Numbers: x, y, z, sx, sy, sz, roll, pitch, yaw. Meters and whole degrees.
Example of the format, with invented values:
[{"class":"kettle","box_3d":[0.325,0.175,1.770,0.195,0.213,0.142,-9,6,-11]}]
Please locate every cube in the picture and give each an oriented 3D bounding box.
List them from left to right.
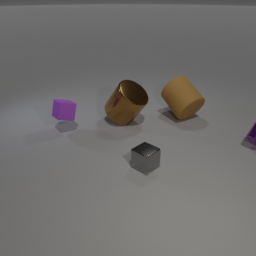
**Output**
[{"class":"cube","box_3d":[-2.537,-0.724,11.102,0.700,0.700,0.700,0,17,-36]},{"class":"cube","box_3d":[0.576,0.976,9.134,0.700,0.700,0.700,24,35,38]}]

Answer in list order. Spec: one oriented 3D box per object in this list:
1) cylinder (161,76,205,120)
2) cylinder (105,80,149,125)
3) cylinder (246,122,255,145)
[{"class":"cylinder","box_3d":[2.397,-1.318,12.293,1.400,1.400,1.400,-17,62,-30]},{"class":"cylinder","box_3d":[-0.075,-1.056,11.773,1.400,1.400,1.400,20,45,-21]},{"class":"cylinder","box_3d":[4.772,0.216,10.144,0.700,0.700,0.700,31,85,45]}]
